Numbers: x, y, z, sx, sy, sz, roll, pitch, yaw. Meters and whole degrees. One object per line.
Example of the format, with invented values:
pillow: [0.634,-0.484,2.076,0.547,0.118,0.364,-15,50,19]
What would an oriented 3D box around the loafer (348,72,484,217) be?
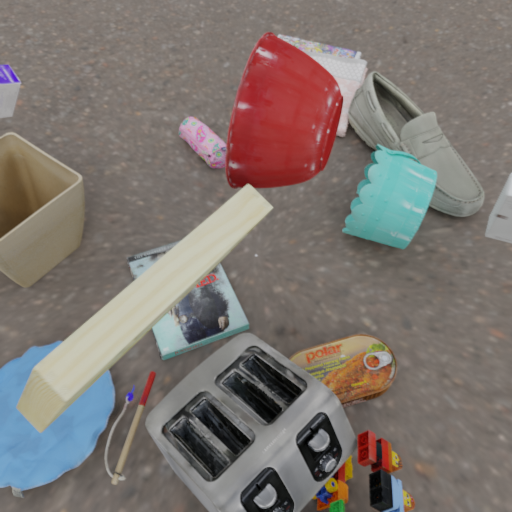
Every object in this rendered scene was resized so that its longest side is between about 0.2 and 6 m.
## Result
loafer: [3.065,-2.175,10.786,1.208,1.205,3.453,-28,64,-25]

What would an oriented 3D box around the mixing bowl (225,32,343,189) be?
mixing bowl: [0.447,-1.652,6.953,1.063,1.963,1.963,16,55,10]

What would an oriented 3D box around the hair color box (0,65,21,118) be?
hair color box: [-3.641,-2.015,7.043,1.164,0.636,0.377,-26,75,-44]

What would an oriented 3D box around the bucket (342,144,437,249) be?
bucket: [2.311,-0.989,9.750,1.120,1.721,1.721,22,55,4]

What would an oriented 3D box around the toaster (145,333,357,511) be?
toaster: [-0.108,2.260,7.232,1.964,1.289,2.172,-39,43,-22]

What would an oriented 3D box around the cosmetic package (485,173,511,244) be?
cosmetic package: [3.869,-0.660,8.260,0.628,1.235,0.457,16,65,16]

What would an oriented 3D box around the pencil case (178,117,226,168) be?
pencil case: [-1.056,-2.301,11.388,0.562,0.562,1.286,-30,59,-21]

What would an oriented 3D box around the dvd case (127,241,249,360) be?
dvd case: [-1.185,0.609,9.411,1.499,0.226,2.054,-18,54,-13]

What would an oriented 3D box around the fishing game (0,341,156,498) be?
fishing game: [-3.057,2.281,8.033,3.111,0.484,2.228,5,53,13]

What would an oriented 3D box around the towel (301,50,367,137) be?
towel: [1.130,-3.727,12.437,2.317,0.373,2.213,16,62,13]

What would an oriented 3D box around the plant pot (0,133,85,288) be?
plant pot: [-4.011,-0.603,9.424,1.879,1.663,1.876,31,59,22]

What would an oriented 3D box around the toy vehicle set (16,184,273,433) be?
toy vehicle set: [-1.039,0.475,5.296,0.344,1.614,2.597,46,55,-1]

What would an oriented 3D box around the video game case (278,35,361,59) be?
video game case: [1.276,-4.604,13.347,2.114,0.190,1.514,18,55,13]

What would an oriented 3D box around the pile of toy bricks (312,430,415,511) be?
pile of toy bricks: [1.417,3.555,6.722,1.317,1.480,2.668,35,39,-21]

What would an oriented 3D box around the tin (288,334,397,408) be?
tin: [1.248,1.779,8.458,1.760,0.368,0.985,-14,58,-9]
